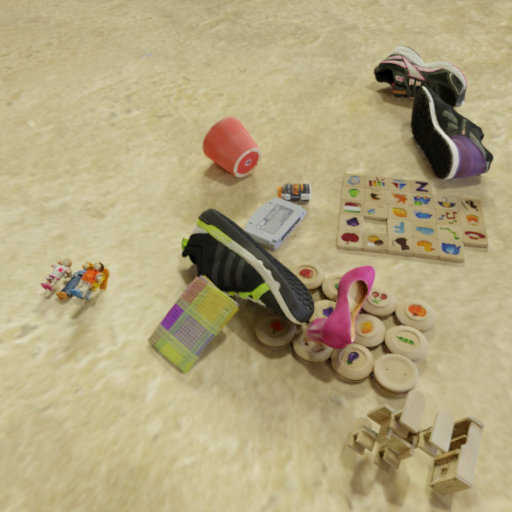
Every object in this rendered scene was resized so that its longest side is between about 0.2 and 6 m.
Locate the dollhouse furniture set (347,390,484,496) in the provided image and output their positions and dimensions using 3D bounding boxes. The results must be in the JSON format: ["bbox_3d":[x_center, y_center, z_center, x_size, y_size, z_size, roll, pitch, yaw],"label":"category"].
[{"bbox_3d":[2.342,2.490,7.958,1.502,1.317,0.998,35,50,-3],"label":"dollhouse furniture set"}]

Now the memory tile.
[{"bbox_3d":[1.615,1.197,10.009,2.898,0.243,2.222,19,47,18],"label":"memory tile"}]

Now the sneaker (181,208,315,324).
[{"bbox_3d":[-0.276,0.438,10.351,1.373,1.189,3.316,-52,50,7],"label":"sneaker"}]

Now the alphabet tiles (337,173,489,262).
[{"bbox_3d":[3.400,-0.894,12.281,3.104,0.117,2.594,7,44,7],"label":"alphabet tiles"}]

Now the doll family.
[{"bbox_3d":[-3.305,0.471,10.614,1.450,0.653,0.900,8,49,34],"label":"doll family"}]

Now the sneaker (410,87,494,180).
[{"bbox_3d":[4.827,-3.025,13.898,1.333,1.153,3.044,-2,53,-9],"label":"sneaker"}]

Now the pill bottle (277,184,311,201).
[{"bbox_3d":[0.848,-1.431,12.627,0.740,0.393,0.393,-1,44,0],"label":"pill bottle"}]

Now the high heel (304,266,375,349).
[{"bbox_3d":[1.733,0.820,9.597,0.979,0.687,2.041,-1,29,49],"label":"high heel"}]

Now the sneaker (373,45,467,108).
[{"bbox_3d":[4.525,-4.823,15.826,1.291,1.201,2.991,-34,46,-13],"label":"sneaker"}]

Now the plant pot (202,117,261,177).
[{"bbox_3d":[-0.511,-2.507,13.285,1.191,1.191,1.054,-30,63,-28],"label":"plant pot"}]

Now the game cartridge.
[{"bbox_3d":[0.356,-0.726,12.006,0.908,0.279,1.365,26,50,20],"label":"game cartridge"}]

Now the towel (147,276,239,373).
[{"bbox_3d":[-1.072,1.147,9.689,1.087,0.172,1.513,33,80,32],"label":"towel"}]
